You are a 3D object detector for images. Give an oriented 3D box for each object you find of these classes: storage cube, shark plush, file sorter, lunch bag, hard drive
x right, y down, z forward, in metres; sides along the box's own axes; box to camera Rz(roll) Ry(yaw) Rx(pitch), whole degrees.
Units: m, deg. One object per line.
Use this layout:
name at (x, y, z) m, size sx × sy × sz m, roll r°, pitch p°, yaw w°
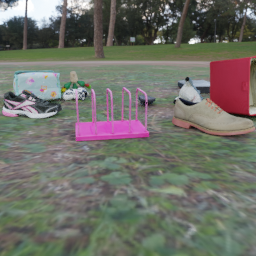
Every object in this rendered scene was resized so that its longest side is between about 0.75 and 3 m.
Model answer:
storage cube at (4.494, -1.606, 10.631) m, size 1.930 × 2.258 × 2.030 m, roll -8°, pitch 12°, yaw -24°
shark plush at (2.971, -1.394, 12.926) m, size 1.178 × 1.285 × 2.827 m, roll 30°, pitch 8°, yaw 12°
file sorter at (-0.537, -0.497, 8.348) m, size 2.069 × 1.298 × 1.438 m, roll -3°, pitch 16°, yaw -10°
lunch bag at (-4.306, -1.978, 13.155) m, size 1.994 × 1.427 × 2.340 m, roll -6°, pitch 13°, yaw -21°
hard drive at (4.163, -2.441, 16.437) m, size 1.767 × 0.416 × 2.532 m, roll -3°, pitch 17°, yaw -9°

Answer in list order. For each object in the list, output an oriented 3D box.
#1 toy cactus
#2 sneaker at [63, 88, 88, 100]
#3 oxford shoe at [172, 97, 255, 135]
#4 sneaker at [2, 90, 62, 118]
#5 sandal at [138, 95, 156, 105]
toy cactus at (-2.654, -2.084, 13.806) m, size 1.664 × 1.373 × 0.851 m, roll -8°, pitch 38°, yaw -9°
sneaker at (-2.430, -1.560, 13.342) m, size 1.217 × 0.486 × 0.792 m, roll -17°, pitch 27°, yaw -35°
oxford shoe at (2.525, -0.399, 8.575) m, size 2.600 × 0.972 × 0.916 m, roll 11°, pitch 20°, yaw 34°
sneaker at (-3.621, -0.923, 10.367) m, size 2.247 × 0.970 × 0.903 m, roll 1°, pitch 18°, yaw 2°
sandal at (0.841, -1.210, 12.503) m, size 0.738 × 0.416 × 1.941 m, roll 9°, pitch 8°, yaw 4°
